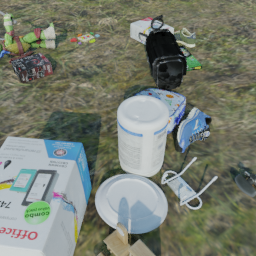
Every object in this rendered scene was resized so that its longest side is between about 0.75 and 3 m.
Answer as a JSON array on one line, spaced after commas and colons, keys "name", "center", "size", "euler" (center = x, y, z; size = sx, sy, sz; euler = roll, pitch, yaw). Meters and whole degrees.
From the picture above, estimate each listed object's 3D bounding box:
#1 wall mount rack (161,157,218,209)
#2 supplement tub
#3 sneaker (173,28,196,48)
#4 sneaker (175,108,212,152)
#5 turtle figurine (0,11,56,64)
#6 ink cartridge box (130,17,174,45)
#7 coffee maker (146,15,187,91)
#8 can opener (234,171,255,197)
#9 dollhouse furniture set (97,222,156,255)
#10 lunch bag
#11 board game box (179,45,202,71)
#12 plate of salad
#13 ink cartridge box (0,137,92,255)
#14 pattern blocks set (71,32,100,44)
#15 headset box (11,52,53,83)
[{"name": "wall mount rack", "center": [1.688, 1.489, 7.819], "size": [1.248, 0.536, 1.437], "euler": [-23, 48, -24]}, {"name": "supplement tub", "center": [0.400, 0.270, 7.970], "size": [1.388, 2.104, 1.388], "euler": [1, 44, -1]}, {"name": "sneaker", "center": [2.763, -4.802, 14.401], "size": [0.593, 0.795, 1.770], "euler": [-34, 52, -31]}, {"name": "sneaker", "center": [2.183, 0.088, 9.143], "size": [0.901, 0.794, 2.021], "euler": [23, 49, 23]}, {"name": "turtle figurine", "center": [-5.013, -4.560, 13.205], "size": [2.872, 2.131, 2.962], "euler": [-11, 47, -18]}, {"name": "ink cartridge box", "center": [1.238, -4.957, 14.562], "size": [1.406, 0.816, 1.905], "euler": [-30, 49, -29]}, {"name": "coffee maker", "center": [1.416, -2.997, 11.435], "size": [1.543, 2.200, 2.290], "euler": [-25, 39, 14]}, {"name": "can opener", "center": [3.755, 1.909, 7.498], "size": [0.646, 0.511, 1.943], "euler": [-46, 49, 4]}, {"name": "dollhouse furniture set", "center": [-0.509, 3.374, 5.263], "size": [2.554, 1.247, 2.178], "euler": [-31, 51, -29]}, {"name": "lunch bag", "center": [1.009, -0.595, 9.569], "size": [1.816, 0.856, 2.266], "euler": [17, 33, 19]}, {"name": "board game box", "center": [2.545, -3.298, 13.213], "size": [1.073, 0.240, 2.048], "euler": [-9, 44, -13]}, {"name": "plate of salad", "center": [0.086, 1.972, 7.363], "size": [1.908, 0.458, 1.908], "euler": [7, 36, -5]}, {"name": "ink cartridge box", "center": [-2.155, 1.841, 6.378], "size": [1.946, 1.937, 2.652], "euler": [4, 43, 6]}, {"name": "pattern blocks set", "center": [-2.241, -4.794, 14.901], "size": [1.207, 0.111, 1.373], "euler": [23, 47, 23]}, {"name": "headset box", "center": [-4.122, -2.678, 12.264], "size": [1.561, 0.586, 1.160], "euler": [-26, 49, -25]}]
